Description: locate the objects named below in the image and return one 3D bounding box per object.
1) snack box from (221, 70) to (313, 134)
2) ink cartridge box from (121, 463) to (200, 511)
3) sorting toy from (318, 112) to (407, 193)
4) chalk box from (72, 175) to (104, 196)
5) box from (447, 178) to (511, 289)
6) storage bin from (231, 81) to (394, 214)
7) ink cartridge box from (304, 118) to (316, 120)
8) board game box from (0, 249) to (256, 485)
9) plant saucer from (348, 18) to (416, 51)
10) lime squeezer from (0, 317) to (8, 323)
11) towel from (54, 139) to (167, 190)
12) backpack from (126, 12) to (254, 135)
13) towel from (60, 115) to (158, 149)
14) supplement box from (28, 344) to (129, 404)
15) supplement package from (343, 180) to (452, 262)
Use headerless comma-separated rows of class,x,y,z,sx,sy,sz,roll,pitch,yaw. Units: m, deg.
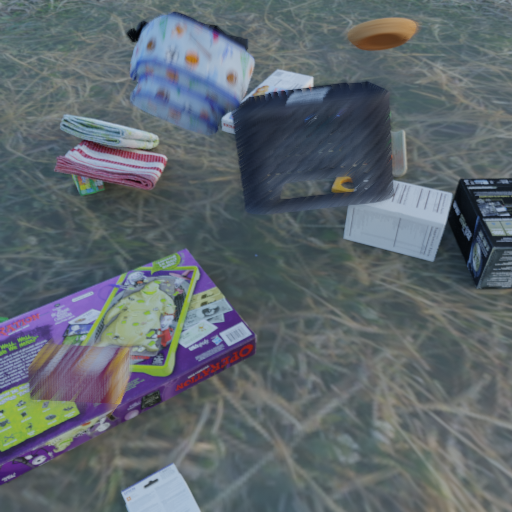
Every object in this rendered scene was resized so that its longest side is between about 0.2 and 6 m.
snack box,0.375,-4.192,15.295,1.170,0.396,3.255,20,47,20
ink cartridge box,-1.278,3.330,7.510,0.819,0.167,0.821,-23,48,-22
sorting toy,2.595,-2.721,13.662,2.099,0.508,3.727,6,44,6
chalk box,-3.796,-1.764,12.603,0.574,0.578,0.925,-19,45,-19
box,5.353,-0.486,10.850,2.577,1.110,2.110,-2,43,-2
storage bin,0.952,-1.975,9.517,2.287,1.586,3.382,-5,19,7
ink cartridge box,1.339,-3.672,14.776,0.626,0.361,0.858,-10,44,-11
board game box,-2.439,1.521,9.146,4.262,0.688,2.558,-23,52,-23
plant saucer,2.482,-4.348,11.086,1.314,0.246,1.314,-4,2,0
lime squeezer,-5.597,0.792,10.115,2.578,0.486,0.910,28,19,28
towel,-3.015,-2.070,12.182,1.967,0.311,2.730,11,20,-7
backpack,-1.234,-3.392,10.427,2.510,1.933,2.391,14,-3,-18
towel,-3.462,-2.896,13.317,1.665,0.468,1.945,17,12,11
supplement box,-2.171,1.451,6.942,1.088,0.466,0.600,4,20,-3
supplement package,2.816,-0.782,11.216,1.847,1.050,1.011,16,47,15
